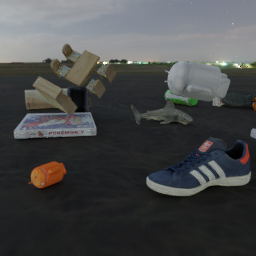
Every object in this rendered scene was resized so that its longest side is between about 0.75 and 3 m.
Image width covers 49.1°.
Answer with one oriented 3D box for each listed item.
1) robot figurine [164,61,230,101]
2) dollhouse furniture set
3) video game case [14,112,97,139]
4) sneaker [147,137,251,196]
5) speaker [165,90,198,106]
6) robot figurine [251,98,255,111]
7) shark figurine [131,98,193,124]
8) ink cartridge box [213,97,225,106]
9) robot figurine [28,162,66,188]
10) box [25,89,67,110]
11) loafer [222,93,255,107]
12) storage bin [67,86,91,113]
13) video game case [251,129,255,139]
[{"bbox_3d":[2.007,-1.403,8.351,1.885,1.064,1.599,9,29,-3],"label":"robot figurine"},{"bbox_3d":[-2.142,-2.010,10.805,2.213,2.525,1.678,29,-11,19],"label":"dollhouse furniture set"},{"bbox_3d":[-2.652,-0.179,10.654,2.680,0.338,2.941,-2,14,-11],"label":"video game case"},{"bbox_3d":[1.477,0.706,5.774,2.352,0.994,0.882,-6,15,-21],"label":"sneaker"},{"bbox_3d":[3.069,-1.778,16.247,0.853,0.853,1.929,-11,18,-39],"label":"speaker"},{"bbox_3d":[6.789,-1.238,14.468,0.782,0.314,1.078,4,39,16],"label":"robot figurine"},{"bbox_3d":[1.408,-0.732,11.706,2.461,1.027,1.471,4,13,7],"label":"shark figurine"},{"bbox_3d":[5.166,-1.662,15.931,0.430,0.743,1.275,10,17,34],"label":"ink cartridge box"},{"bbox_3d":[-1.676,0.977,5.836,0.560,0.454,0.778,14,19,36],"label":"robot figurine"},{"bbox_3d":[-4.331,-1.613,15.304,2.406,0.935,1.142,-4,15,-18],"label":"box"},{"bbox_3d":[6.273,-1.413,15.372,2.296,0.825,0.722,2,-29,4],"label":"loafer"},{"bbox_3d":[-2.214,-1.146,12.712,1.043,1.434,0.963,-3,5,-11],"label":"storage bin"},{"bbox_3d":[4.450,0.504,6.693,2.231,0.287,2.454,12,7,4],"label":"video game case"}]
